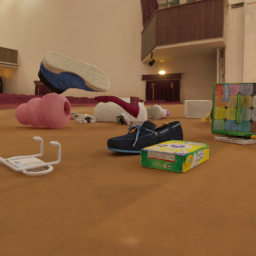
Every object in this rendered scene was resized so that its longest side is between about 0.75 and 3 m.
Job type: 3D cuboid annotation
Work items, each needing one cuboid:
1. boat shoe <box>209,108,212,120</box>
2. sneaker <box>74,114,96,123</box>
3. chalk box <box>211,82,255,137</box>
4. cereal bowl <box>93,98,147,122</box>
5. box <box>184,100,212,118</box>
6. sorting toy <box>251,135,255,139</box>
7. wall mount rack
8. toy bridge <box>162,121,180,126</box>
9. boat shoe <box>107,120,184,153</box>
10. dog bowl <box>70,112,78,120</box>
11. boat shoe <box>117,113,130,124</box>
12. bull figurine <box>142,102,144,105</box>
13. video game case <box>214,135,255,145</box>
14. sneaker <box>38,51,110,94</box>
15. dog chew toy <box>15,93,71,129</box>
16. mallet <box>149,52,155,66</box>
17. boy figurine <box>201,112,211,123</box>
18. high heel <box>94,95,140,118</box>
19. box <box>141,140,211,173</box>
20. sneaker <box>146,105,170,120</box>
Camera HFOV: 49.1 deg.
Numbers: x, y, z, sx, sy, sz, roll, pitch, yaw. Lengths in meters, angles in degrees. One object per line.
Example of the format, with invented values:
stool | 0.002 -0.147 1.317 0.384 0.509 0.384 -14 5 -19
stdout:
boat shoe | 3.830 -0.595 11.461 0.829 0.991 2.772 5 10 -1
sneaker | -2.036 -0.438 12.763 0.997 0.398 0.649 -3 6 -27
chalk box | 3.122 -0.497 7.600 1.401 1.408 2.263 5 4 35
cereal bowl | -0.387 -0.939 13.977 2.754 1.147 2.754 1 7 0
box | 3.971 -1.067 15.748 1.495 0.977 1.488 1 6 7
sorting toy | 3.701 0.386 5.916 2.062 0.281 1.161 6 4 42
wall mount rack | -1.812 0.410 4.500 1.208 0.518 1.390 -5 7 -37
toy bridge | 1.866 -0.184 11.520 0.398 0.161 1.184 8 10 36
boat shoe | 0.380 0.143 6.157 1.972 0.677 0.830 -5 8 -40
dog bowl | -3.097 -0.631 14.615 1.016 0.375 1.016 0 7 0
boat shoe | -0.233 -0.334 12.025 0.440 0.447 1.240 -25 11 -5
bull figurine | 0.005 -1.171 17.025 1.698 0.911 2.796 -1 7 -9
video game case | 2.968 0.298 7.376 1.009 0.116 0.920 -2 7 -30
sneaker | -1.933 -1.670 9.837 2.417 0.928 1.344 17 -33 -26
dog chew toy | -3.240 -0.582 10.512 2.115 1.317 1.317 -6 5 14
mallet | 0.981 -2.893 11.788 0.194 0.310 0.941 31 -3 12
boy figurine | 3.726 -0.472 12.898 0.830 0.516 0.268 -33 40 -14
high heel | -0.417 -0.817 10.636 1.741 0.837 0.587 4 8 -1
box | 0.911 0.457 4.999 0.799 0.329 1.362 5 6 34
sneaker | 1.811 -0.852 15.052 1.191 0.757 2.089 2 6 -13
